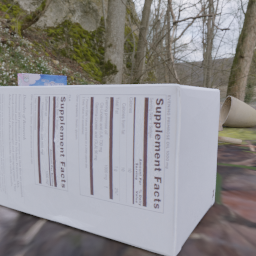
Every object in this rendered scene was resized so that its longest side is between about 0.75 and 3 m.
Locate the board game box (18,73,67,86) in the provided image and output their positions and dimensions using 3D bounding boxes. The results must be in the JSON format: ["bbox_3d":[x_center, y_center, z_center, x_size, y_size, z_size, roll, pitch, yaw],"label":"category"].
[{"bbox_3d":[-3.921,-1.343,13.077,0.494,2.266,2.277,6,9,45],"label":"board game box"}]

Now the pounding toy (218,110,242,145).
[{"bbox_3d":[1.624,-0.076,7.286,1.885,1.340,1.735,-3,-7,-41],"label":"pounding toy"}]

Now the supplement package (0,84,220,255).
[{"bbox_3d":[-0.354,0.200,3.150,2.420,1.325,1.376,4,7,29],"label":"supplement package"}]

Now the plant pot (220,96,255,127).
[{"bbox_3d":[4.564,-0.525,11.371,1.331,1.246,1.246,16,7,1],"label":"plant pot"}]
